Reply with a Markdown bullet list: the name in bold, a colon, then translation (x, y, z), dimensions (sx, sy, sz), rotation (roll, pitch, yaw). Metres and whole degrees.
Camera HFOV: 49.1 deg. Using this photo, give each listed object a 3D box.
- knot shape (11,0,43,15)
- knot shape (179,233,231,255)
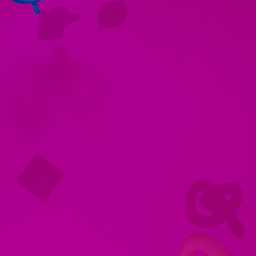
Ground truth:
- **knot shape**: translation (-2.615, -3.480, 7.446), dimensions (1.010, 1.080, 0.499), rotation (21, 87, 36)
- **knot shape**: translation (1.601, 2.475, 4.670), dimensions (1.701, 1.817, 0.840), rotation (18, 65, 40)
